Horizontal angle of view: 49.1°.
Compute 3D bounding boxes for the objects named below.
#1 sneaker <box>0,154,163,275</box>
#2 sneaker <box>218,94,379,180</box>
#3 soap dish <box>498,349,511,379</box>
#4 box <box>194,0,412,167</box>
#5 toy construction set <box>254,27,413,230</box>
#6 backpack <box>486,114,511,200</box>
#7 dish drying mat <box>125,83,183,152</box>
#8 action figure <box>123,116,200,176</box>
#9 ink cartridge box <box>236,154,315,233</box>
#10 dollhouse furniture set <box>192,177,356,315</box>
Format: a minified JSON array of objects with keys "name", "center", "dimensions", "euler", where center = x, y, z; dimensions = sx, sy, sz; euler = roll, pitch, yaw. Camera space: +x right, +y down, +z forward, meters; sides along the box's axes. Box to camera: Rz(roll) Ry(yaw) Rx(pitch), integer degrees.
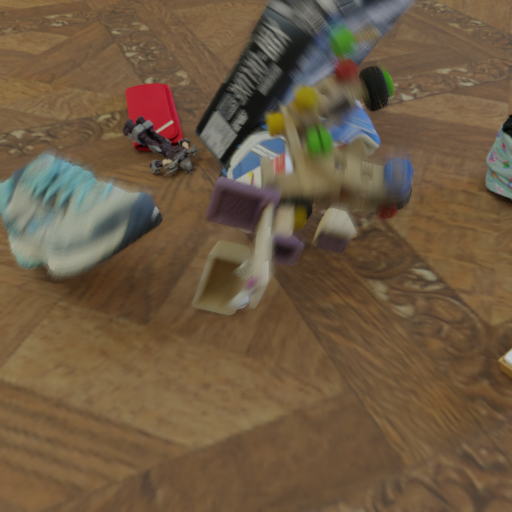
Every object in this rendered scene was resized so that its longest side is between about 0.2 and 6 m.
[{"name":"sneaker","center":[-2.717,-0.652,7.748],"dimensions":[3.450,1.489,1.339],"euler":[-2,26,44]},{"name":"sneaker","center":[0.806,-1.863,10.456],"dimensions":[3.550,1.344,1.367],"euler":[-35,78,-14]},{"name":"soap dish","center":[3.779,1.464,7.581],"dimensions":[0.835,0.339,0.657],"euler":[-28,49,-27]},{"name":"box","center":[0.960,-3.695,10.323],"dimensions":[1.032,4.148,3.271],"euler":[50,52,4]},{"name":"toy construction set","center":[0.742,-1.457,8.458],"dimensions":[2.288,2.977,2.483],"euler":[-18,89,-3]},{"name":"backpack","center":[5.416,-1.594,10.026],"dimensions":[2.477,1.568,2.067],"euler":[33,42,30]},{"name":"dish drying mat","center":[-2.361,-3.241,12.793],"dimensions":[1.093,0.259,2.847],"euler":[-10,44,-9]},{"name":"action figure","center":[-1.882,-2.197,11.374],"dimensions":[1.675,0.581,1.090],"euler":[39,51,12]},{"name":"ink cartridge box","center":[0.148,-0.964,9.169],"dimensions":[1.580,0.920,0.533],"euler":[-23,56,36]},{"name":"dollhouse furniture set","center":[0.041,0.526,7.301],"dimensions":[1.816,2.292,1.627],"euler":[13,47,-10]}]
